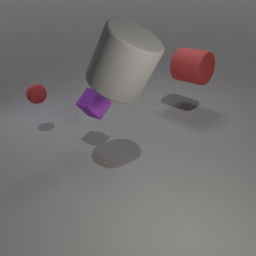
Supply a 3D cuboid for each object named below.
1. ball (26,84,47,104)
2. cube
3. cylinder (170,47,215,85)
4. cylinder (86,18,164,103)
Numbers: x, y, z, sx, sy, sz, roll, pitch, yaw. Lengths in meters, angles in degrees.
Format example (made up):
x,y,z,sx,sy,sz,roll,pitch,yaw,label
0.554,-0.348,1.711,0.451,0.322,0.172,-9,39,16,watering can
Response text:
x,y,z,sx,sy,sz,roll,pitch,yaw,label
-3.243,-1.205,9.929,0.700,0.700,0.700,0,29,0,ball
-1.107,-0.789,9.083,0.700,0.700,0.700,19,70,43,cube
2.753,-2.639,11.951,1.400,1.400,1.400,22,36,38,cylinder
-0.099,-1.529,6.438,1.400,1.400,1.400,19,37,-15,cylinder
